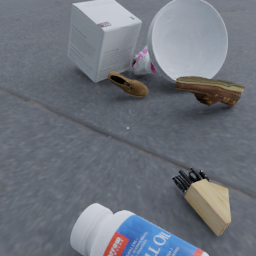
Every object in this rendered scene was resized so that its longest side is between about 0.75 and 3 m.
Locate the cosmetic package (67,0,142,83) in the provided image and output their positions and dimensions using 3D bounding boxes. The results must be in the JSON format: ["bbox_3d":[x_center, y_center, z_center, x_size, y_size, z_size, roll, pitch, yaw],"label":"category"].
[{"bbox_3d":[-0.921,-3.213,10.226,1.789,2.170,1.790,-29,63,-36],"label":"cosmetic package"}]

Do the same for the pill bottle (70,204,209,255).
[{"bbox_3d":[0.116,1.975,4.304,1.985,1.114,1.114,20,40,26],"label":"pill bottle"}]

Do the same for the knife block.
[{"bbox_3d":[1.382,1.335,5.492,1.102,0.401,1.255,19,34,3],"label":"knife block"}]

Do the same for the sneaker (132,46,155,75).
[{"bbox_3d":[0.573,-2.634,10.867,0.870,0.802,1.972,-10,28,12],"label":"sneaker"}]

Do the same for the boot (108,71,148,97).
[{"bbox_3d":[0.018,-1.355,9.012,1.439,0.530,0.543,23,11,-13],"label":"boot"}]

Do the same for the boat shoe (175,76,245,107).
[{"bbox_3d":[2.424,-1.040,8.279,2.376,0.803,0.855,3,19,-27],"label":"boat shoe"}]

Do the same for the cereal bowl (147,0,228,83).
[{"bbox_3d":[1.942,-2.931,9.829,2.892,2.892,1.204,-12,11,-16],"label":"cereal bowl"}]
